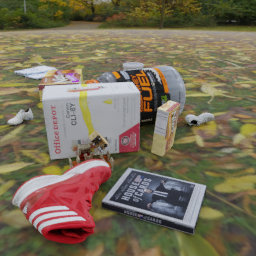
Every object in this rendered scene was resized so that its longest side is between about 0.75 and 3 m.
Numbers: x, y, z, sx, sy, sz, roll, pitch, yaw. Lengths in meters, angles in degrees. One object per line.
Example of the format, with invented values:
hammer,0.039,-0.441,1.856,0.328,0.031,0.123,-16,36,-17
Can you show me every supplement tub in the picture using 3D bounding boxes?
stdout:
supplement tub,0.170,-0.943,8.743,2.869,1.758,1.758,-11,26,-22

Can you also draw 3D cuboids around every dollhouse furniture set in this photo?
dollhouse furniture set,-0.908,0.801,6.553,0.938,0.483,0.928,-10,37,-21

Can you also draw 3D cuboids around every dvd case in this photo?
dvd case,0.546,1.336,5.454,1.732,0.214,1.302,10,25,21

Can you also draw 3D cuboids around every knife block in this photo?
knife block,-0.592,0.403,6.419,0.248,0.774,0.680,-41,50,-1

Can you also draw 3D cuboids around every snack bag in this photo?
snack bag,-4.839,-3.113,15.604,2.208,0.236,2.081,19,30,37

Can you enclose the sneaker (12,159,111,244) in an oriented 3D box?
sneaker,-0.839,1.363,5.056,1.252,0.849,2.168,46,33,23

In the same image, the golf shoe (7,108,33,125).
golf shoe,-3.536,-0.387,9.133,0.349,0.433,0.890,18,31,31

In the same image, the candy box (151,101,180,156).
candy box,0.966,0.010,7.168,0.347,1.255,0.725,18,29,25

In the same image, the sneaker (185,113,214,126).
sneaker,2.317,-0.221,8.945,0.925,0.350,0.426,-7,31,3

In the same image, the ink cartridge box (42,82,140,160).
ink cartridge box,-0.910,-0.204,7.156,2.304,1.672,0.961,-5,27,-10

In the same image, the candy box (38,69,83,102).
candy box,-2.834,-1.916,12.194,1.607,0.778,2.754,-3,22,-5

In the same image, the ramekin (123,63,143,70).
ramekin,0.290,-3.205,15.375,1.120,0.588,1.120,0,24,0
